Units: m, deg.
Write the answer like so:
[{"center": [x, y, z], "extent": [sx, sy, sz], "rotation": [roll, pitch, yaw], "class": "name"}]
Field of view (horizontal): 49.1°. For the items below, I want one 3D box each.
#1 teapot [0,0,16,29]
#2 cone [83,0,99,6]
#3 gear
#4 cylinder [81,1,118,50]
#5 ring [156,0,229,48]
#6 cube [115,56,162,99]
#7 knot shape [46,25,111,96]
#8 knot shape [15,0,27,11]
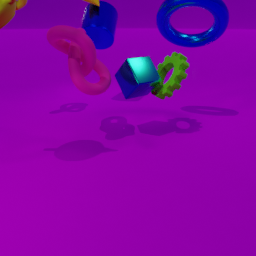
[{"center": [-2.527, -2.148, 4.763], "extent": [1.906, 0.933, 1.185], "rotation": [-17, 43, 17], "class": "teapot"}, {"center": [-1.245, -4.512, 9.531], "extent": [1.055, 1.055, 1.059], "rotation": [-20, 70, -41], "class": "cone"}, {"center": [1.121, -1.442, 7.749], "extent": [0.243, 1.316, 1.316], "rotation": [24, 11, -27], "class": "gear"}, {"center": [-1.030, -3.698, 10.132], "extent": [1.218, 1.218, 1.218], "rotation": [3, 66, 8], "class": "cylinder"}, {"center": [1.839, -3.083, 8.099], "extent": [2.062, 0.412, 2.062], "rotation": [9, -22, 4], "class": "ring"}, {"center": [0.257, -1.348, 7.519], "extent": [0.793, 0.793, 0.793], "rotation": [-16, -16, -34], "class": "cube"}, {"center": [-1.244, -1.846, 6.971], "extent": [0.908, 1.838, 1.964], "rotation": [-31, 61, 2], "class": "knot shape"}, {"center": [-3.655, -3.641, 7.878], "extent": [0.715, 1.547, 1.448], "rotation": [31, 72, 14], "class": "knot shape"}]
